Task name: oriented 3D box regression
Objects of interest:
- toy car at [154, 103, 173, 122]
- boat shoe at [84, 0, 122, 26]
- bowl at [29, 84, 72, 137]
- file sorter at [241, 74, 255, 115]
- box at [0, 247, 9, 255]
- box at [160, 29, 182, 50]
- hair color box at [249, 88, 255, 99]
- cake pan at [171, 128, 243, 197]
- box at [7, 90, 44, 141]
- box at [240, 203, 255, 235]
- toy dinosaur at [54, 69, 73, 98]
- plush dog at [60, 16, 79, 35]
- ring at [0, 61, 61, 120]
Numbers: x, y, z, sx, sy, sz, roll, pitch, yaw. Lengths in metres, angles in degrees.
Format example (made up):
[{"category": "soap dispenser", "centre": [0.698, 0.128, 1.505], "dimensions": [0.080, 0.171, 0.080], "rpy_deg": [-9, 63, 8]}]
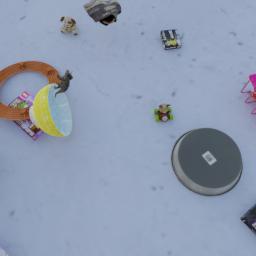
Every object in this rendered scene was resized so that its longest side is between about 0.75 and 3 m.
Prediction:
[{"category": "toy car", "centre": [1.321, -0.635, 10.218], "dimensions": [0.654, 0.796, 0.628], "rpy_deg": [-6, 65, -3]}, {"category": "boat shoe", "centre": [-0.868, -4.360, 10.748], "dimensions": [0.877, 2.356, 0.864], "rpy_deg": [-16, 102, 30]}, {"category": "bowl", "centre": [-2.687, -0.501, 9.417], "dimensions": [0.976, 1.814, 1.814], "rpy_deg": [-13, 65, 9]}, {"category": "file sorter", "centre": [5.169, -0.878, 10.082], "dimensions": [1.391, 1.255, 2.001], "rpy_deg": [-12, 67, -6]}, {"category": "box", "centre": [-4.433, 4.420, 7.719], "dimensions": [1.212, 1.118, 2.362], "rpy_deg": [36, 70, 15]}, {"category": "box", "centre": [1.829, -3.789, 11.979], "dimensions": [0.742, 0.226, 0.921], "rpy_deg": [-6, 65, -6]}, {"category": "hair color box", "centre": [5.200, -1.212, 10.629], "dimensions": [1.012, 0.310, 0.514], "rpy_deg": [37, 72, 15]}, {"category": "cake pan", "centre": [2.754, 1.066, 9.627], "dimensions": [2.519, 0.462, 2.519], "rpy_deg": [0, 66, 0]}, {"category": "box", "centre": [-3.645, -0.484, 10.398], "dimensions": [1.714, 0.335, 1.173], "rpy_deg": [38, 71, 16]}, {"category": "box", "centre": [4.617, 3.112, 8.769], "dimensions": [1.256, 0.317, 1.757], "rpy_deg": [-37, 69, -16]}, {"category": "toy dinosaur", "centre": [-1.816, -1.251, 7.937], "dimensions": [0.349, 0.464, 0.908], "rpy_deg": [14, 90, 49]}, {"category": "plush dog", "centre": [-2.501, -4.475, 12.018], "dimensions": [0.841, 0.723, 0.675], "rpy_deg": [12, 66, 5]}, {"category": "ring", "centre": [-4.003, -1.567, 10.702], "dimensions": [2.980, 0.286, 2.980], "rpy_deg": [0, 57, 1]}]
